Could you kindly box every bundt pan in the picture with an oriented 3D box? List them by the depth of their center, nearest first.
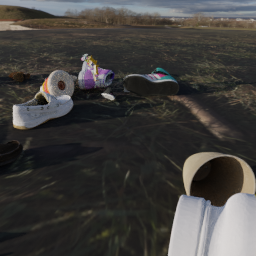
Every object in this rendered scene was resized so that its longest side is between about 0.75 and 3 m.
[{"bbox_3d":[-2.572,-1.714,10.883,1.229,0.461,1.229,-1,23,0],"label":"bundt pan"}]

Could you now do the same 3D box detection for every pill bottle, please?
[{"bbox_3d":[1.561,1.340,2.777,2.212,1.231,1.231,9,25,17],"label":"pill bottle"}]

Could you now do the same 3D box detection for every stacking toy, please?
[{"bbox_3d":[-2.699,-1.446,9.934,1.425,1.041,1.041,0,17,43],"label":"stacking toy"}]

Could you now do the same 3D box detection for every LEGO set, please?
[{"bbox_3d":[-1.272,-2.080,9.575,0.372,1.000,0.460,2,44,36],"label":"LEGO set"}]

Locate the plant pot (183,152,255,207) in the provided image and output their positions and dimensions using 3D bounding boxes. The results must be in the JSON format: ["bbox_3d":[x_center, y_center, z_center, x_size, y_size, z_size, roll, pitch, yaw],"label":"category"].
[{"bbox_3d":[1.318,0.795,4.566,1.015,1.015,1.084,-2,10,-5],"label":"plant pot"}]

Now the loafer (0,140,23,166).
[{"bbox_3d":[-2.697,0.524,5.633,0.492,0.481,1.348,12,26,25],"label":"loafer"}]

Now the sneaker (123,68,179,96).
[{"bbox_3d":[0.823,-1.783,10.493,2.035,0.851,1.229,6,28,-5],"label":"sneaker"}]

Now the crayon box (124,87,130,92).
[{"bbox_3d":[0.215,-1.563,10.832,0.753,0.220,0.650,0,22,-1],"label":"crayon box"}]

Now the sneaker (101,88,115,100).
[{"bbox_3d":[-0.606,-1.207,9.694,0.384,0.274,0.774,-49,34,-12],"label":"sneaker"}]

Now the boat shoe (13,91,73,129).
[{"bbox_3d":[-2.355,-0.681,8.067,0.789,0.772,2.228,10,25,22],"label":"boat shoe"}]

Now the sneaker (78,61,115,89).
[{"bbox_3d":[-1.188,-2.117,11.266,1.315,0.836,2.306,-4,31,0],"label":"sneaker"}]

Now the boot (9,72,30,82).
[{"bbox_3d":[-4.939,-2.307,12.332,0.805,0.398,1.037,8,24,17],"label":"boot"}]
